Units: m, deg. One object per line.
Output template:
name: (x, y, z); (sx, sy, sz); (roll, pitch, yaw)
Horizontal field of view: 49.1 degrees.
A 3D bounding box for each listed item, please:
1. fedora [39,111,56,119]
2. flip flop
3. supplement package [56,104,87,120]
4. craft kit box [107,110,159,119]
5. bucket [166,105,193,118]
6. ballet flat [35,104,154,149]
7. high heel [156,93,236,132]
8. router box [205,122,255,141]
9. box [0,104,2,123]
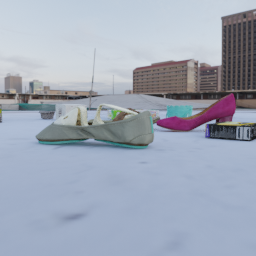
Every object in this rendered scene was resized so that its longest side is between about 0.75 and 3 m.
fedora: (-4.763, -0.770, 16.671); (0.997, 0.509, 1.127); (2, 6, 25)
flip flop: (-0.155, -0.324, 9.540); (2.500, 0.720, 1.014); (0, 3, 11)
supplement package: (-3.127, -0.865, 15.483); (0.885, 0.882, 1.510); (4, 6, 38)
craft kit box: (0.221, -0.836, 17.132); (2.692, 0.661, 2.726); (-4, 5, -12)
bucket: (2.417, -0.661, 13.212); (1.288, 0.838, 1.288); (0, 4, 0)
ballet flat: (-0.724, -0.075, 5.677); (2.606, 0.830, 0.878); (2, 7, 21)
high heel: (2.101, -0.507, 8.738); (2.443, 1.174, 0.824); (-1, 11, -6)
router box: (2.710, 0.055, 7.044); (1.078, 0.358, 1.371); (3, 6, 37)
box: (-6.487, -0.673, 13.107); (1.093, 0.876, 0.242); (1, 4, 0)
